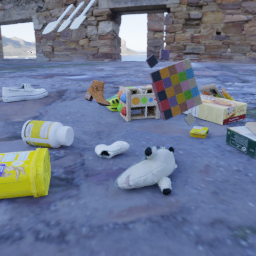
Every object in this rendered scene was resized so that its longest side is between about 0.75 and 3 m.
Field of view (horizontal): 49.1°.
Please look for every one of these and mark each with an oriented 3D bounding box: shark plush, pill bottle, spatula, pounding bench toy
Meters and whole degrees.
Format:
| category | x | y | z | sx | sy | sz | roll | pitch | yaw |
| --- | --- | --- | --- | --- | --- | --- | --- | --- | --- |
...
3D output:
| category | x | y | z | sx | sy | sz | roll | pitch | yaw |
| --- | --- | --- | --- | --- | --- | --- | --- | --- | --- |
| shark plush | 0.639 | 0.887 | 7.641 | 1.111 | 1.212 | 2.667 | -26 | 10 | 28 |
| pill bottle | -2.731 | 0.218 | 9.647 | 1.595 | 0.888 | 0.888 | 6 | 18 | 15 |
| spatula | -1.560 | -3.105 | 7.694 | 1.170 | 0.135 | 1.683 | -3 | 48 | 27 |
| pounding bench toy | 0.325 | -1.333 | 13.698 | 1.792 | 1.428 | 2.298 | -5 | 18 | -15 |

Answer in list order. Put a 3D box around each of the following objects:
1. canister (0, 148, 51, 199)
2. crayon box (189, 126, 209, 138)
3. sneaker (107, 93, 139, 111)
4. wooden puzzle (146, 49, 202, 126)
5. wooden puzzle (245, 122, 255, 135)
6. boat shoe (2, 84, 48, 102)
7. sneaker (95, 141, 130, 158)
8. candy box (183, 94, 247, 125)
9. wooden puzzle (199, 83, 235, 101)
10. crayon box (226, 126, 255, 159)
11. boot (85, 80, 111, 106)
| category | x | y | z | sx | sy | sz | roll | pitch | yaw |
| --- | --- | --- | --- | --- | --- | --- | --- | --- | --- |
| canister | -2.989 | 1.126 | 6.794 | 2.015 | 0.872 | 1.497 | -4 | 18 | -9 |
| crayon box | 2.753 | 0.178 | 10.855 | 0.587 | 0.235 | 0.924 | 8 | 18 | 24 |
| sneaker | -0.115 | -1.558 | 15.211 | 2.575 | 0.954 | 1.076 | -12 | 25 | -33 |
| wooden puzzle | 1.184 | -0.972 | 6.894 | 1.208 | 2.037 | 0.143 | -24 | 14 | -22 |
| wooden puzzle | 4.677 | 0.021 | 9.378 | 1.155 | 0.215 | 1.068 | -3 | 17 | 5 |
| boat shoe | -6.355 | -2.297 | 17.512 | 1.080 | 0.980 | 2.936 | 13 | 22 | 37 |
| sneaker | -0.464 | 0.749 | 8.869 | 1.110 | 0.433 | 0.552 | -12 | 26 | -8 |
| candy box | 3.956 | -0.995 | 13.616 | 1.703 | 0.816 | 2.951 | -11 | 21 | -32 |
| wooden puzzle | 4.442 | -1.625 | 14.566 | 0.259 | 1.494 | 2.214 | -40 | 7 | -16 |
| crayon box | 4.837 | 0.375 | 9.580 | 2.407 | 0.621 | 1.513 | -6 | 18 | -16 |
| boot | -1.028 | -1.327 | 10.552 | 1.106 | 0.856 | 0.408 | 21 | -9 | 12 |
